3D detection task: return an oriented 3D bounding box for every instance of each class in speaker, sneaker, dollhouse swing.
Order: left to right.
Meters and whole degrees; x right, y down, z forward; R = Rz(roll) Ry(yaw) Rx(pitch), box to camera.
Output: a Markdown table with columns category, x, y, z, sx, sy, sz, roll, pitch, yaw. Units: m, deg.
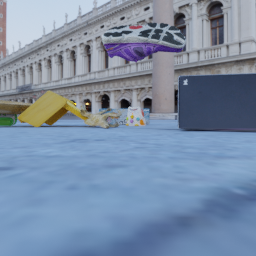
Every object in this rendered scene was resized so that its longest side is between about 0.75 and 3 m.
| category | x | y | z | sx | sy | sz | roll | pitch | yaw |
| --- | --- | --- | --- | --- | --- | --- | --- | --- | --- |
| speaker | -4.891 | -0.358 | 10.396 | 0.625 | 0.625 | 1.412 | 2 | 2 | 37 |
| dollhouse swing | -2.487 | -0.250 | 10.438 | 1.985 | 1.920 | 2.184 | -42 | 5 | -2 |
| sneaker | 0.533 | -2.744 | 9.289 | 2.810 | 1.172 | 1.133 | 9 | 48 | 24 |

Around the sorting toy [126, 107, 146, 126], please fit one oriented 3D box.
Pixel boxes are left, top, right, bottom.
| category | x | y | z | sx | sy | sz | roll | pitch | yaw |
| --- | --- | --- | --- | --- | --- | --- | --- | --- | --- |
| sorting toy | 0.232 | -0.449 | 10.808 | 0.836 | 0.753 | 0.447 | 1 | 2 | 34 |

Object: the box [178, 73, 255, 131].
| category | x | y | z | sx | sy | sz | roll | pitch | yaw |
| --- | --- | --- | --- | --- | --- | --- | --- | --- | --- |
| box | 2.419 | -0.621 | 7.229 | 2.163 | 1.333 | 2.145 | 0 | 2 | 15 |

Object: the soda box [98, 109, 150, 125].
| category | x | y | z | sx | sy | sz | roll | pitch | yaw |
| --- | --- | --- | --- | --- | --- | --- | --- | --- | --- |
| soda box | -0.192 | -0.522 | 12.958 | 2.332 | 0.741 | 0.798 | -1 | 3 | -10 |

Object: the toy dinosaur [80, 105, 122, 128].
| category | x | y | z | sx | sy | sz | roll | pitch | yaw |
| --- | --- | --- | --- | --- | --- | --- | --- | --- | --- |
| toy dinosaur | -0.797 | -0.215 | 8.949 | 1.146 | 0.660 | 2.266 | -11 | 23 | -28 |

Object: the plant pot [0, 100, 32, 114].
| category | x | y | z | sx | sy | sz | roll | pitch | yaw |
| --- | --- | --- | --- | --- | --- | --- | --- | --- | --- |
| plant pot | -4.756 | -0.793 | 10.093 | 2.807 | 0.386 | 2.807 | 6 | 4 | 0 |
